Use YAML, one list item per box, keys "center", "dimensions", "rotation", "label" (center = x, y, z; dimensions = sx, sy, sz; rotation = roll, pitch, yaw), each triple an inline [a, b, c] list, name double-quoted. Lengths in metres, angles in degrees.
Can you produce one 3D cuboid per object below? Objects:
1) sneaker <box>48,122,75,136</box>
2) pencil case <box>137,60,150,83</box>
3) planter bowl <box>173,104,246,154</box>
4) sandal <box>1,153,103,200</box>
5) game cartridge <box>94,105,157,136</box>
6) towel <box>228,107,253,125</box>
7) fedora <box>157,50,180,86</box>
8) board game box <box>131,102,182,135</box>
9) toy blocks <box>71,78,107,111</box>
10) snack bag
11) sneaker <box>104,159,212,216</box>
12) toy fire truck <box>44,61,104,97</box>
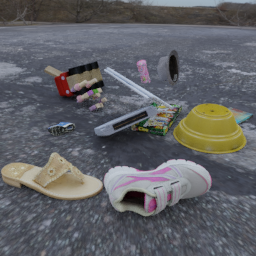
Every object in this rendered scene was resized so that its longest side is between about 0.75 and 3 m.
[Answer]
- center: [-2.588, 0.017, 10.780]
  dimensions: [1.052, 0.413, 0.469]
  rotation: [-10, 20, -38]
  label: "sneaker"
- center: [0.738, -2.602, 13.034]
  dimensions: [0.482, 1.103, 0.482]
  rotation: [-11, 40, 10]
  label: "pencil case"
- center: [3.042, -0.194, 10.331]
  dimensions: [2.658, 1.107, 2.658]
  rotation: [-1, 26, 0]
  label: "planter bowl"
- center: [-2.189, 1.147, 7.703]
  dimensions: [2.999, 0.986, 1.100]
  rotation: [7, 27, 13]
  label: "sandal"
- center: [-0.120, -0.242, 10.298]
  dimensions: [2.175, 0.452, 1.448]
  rotation: [-24, 1, -16]
  label: "game cartridge"
- center: [4.469, -0.519, 12.046]
  dimensions: [1.630, 0.177, 1.196]
  rotation: [-22, 34, -37]
  label: "towel"
- center: [1.484, -2.236, 10.490]
  dimensions: [0.585, 1.295, 1.145]
  rotation: [3, 23, 32]
  label: "fedora"
- center: [1.272, -0.466, 11.759]
  dimensions: [1.414, 0.317, 2.699]
  rotation: [6, 26, 23]
  label: "board game box"
- center: [-1.936, -1.401, 13.155]
  dimensions: [1.243, 1.477, 1.380]
  rotation: [-26, 5, 21]
  label: "toy blocks"
- center: [0.483, -1.508, 11.212]
  dimensions: [2.353, 0.267, 2.495]
  rotation: [35, 10, 25]
  label: "snack bag"
- center: [0.742, 1.582, 6.872]
  dimensions: [2.701, 1.099, 1.191]
  rotation: [-8, 27, 3]
  label: "sneaker"
- center: [-3.192, -2.639, 14.949]
  dimensions: [2.990, 1.924, 2.632]
  rotation: [-10, 16, 25]
  label: "toy fire truck"
